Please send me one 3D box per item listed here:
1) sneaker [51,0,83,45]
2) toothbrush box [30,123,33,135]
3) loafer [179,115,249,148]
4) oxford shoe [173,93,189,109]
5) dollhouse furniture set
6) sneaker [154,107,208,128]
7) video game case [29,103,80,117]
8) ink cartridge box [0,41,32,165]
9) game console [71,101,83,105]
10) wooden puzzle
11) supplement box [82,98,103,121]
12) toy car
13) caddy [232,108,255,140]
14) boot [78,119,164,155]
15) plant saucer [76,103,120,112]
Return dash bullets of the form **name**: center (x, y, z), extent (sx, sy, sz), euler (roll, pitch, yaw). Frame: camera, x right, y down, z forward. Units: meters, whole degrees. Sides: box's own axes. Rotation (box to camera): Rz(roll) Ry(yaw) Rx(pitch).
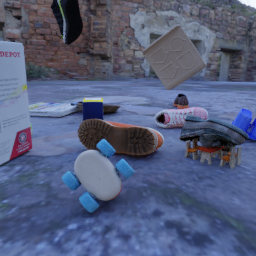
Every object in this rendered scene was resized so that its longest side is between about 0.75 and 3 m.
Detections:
- **sneaker**: center (-1.322, -2.422, 5.935), extent (0.580, 1.400, 0.502), euler (42, 63, 14)
- **toothbrush box**: center (-3.662, 0.111, 9.132), extent (0.681, 0.403, 0.936), euler (2, 14, 12)
- **loafer**: center (1.993, 0.215, 6.882), extent (0.847, 0.741, 2.357), euler (32, -1, -15)
- **oxford shoe**: center (3.105, -1.605, 16.140), extent (0.792, 0.807, 2.224), euler (0, 12, -2)
- **dollhouse furniture set**: center (2.223, 0.451, 6.979), extent (1.234, 0.636, 1.221), euler (11, 16, 42)
- **sneaker**: center (1.904, -0.350, 10.435), extent (1.982, 0.746, 1.036), euler (-2, 6, 27)
- **video game case**: center (-3.972, -0.960, 14.312), extent (2.653, 0.321, 2.914), euler (3, 12, 13)
- **ink cartridge box**: center (-3.820, -0.630, 6.680), extent (2.067, 2.858, 2.076), euler (3, 13, 14)
- **game console**: center (-2.616, -1.329, 14.789), extent (0.552, 0.113, 0.936), euler (-6, 10, 34)
- **wooden puzzle**: center (1.931, -2.918, 11.761), extent (1.939, 2.093, 0.485), euler (-32, 11, 27)
- **supplement box**: center (-1.520, -0.816, 12.317), extent (0.869, 0.874, 1.596), euler (0, 13, -5)
- **toy car**: center (-0.440, 0.861, 4.842), extent (0.902, 0.940, 1.020), euler (45, -7, 17)
- **caddy**: center (3.927, -0.046, 9.053), extent (1.048, 0.779, 1.483), euler (26, 22, 16)
- **boot**: center (-0.191, 0.266, 7.687), extent (2.385, 0.895, 1.279), euler (9, 5, 24)
- **plant saucer**: center (-1.504, -1.049, 14.238), extent (2.251, 0.332, 2.251), euler (2, 6, 0)
